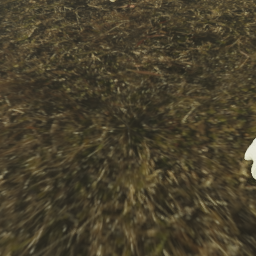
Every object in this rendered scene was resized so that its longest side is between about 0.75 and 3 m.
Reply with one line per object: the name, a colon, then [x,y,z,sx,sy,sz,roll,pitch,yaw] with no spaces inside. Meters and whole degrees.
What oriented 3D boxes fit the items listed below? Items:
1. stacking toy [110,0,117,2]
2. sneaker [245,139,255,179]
stacking toy: [-0.961,-4.548,7.721,2.172,0.927,0.927,30,33,-31]
sneaker: [2.031,0.530,3.553,0.847,2.114,0.743,-44,39,5]
